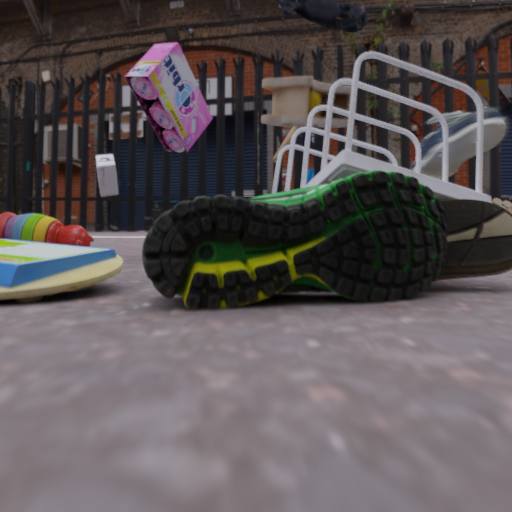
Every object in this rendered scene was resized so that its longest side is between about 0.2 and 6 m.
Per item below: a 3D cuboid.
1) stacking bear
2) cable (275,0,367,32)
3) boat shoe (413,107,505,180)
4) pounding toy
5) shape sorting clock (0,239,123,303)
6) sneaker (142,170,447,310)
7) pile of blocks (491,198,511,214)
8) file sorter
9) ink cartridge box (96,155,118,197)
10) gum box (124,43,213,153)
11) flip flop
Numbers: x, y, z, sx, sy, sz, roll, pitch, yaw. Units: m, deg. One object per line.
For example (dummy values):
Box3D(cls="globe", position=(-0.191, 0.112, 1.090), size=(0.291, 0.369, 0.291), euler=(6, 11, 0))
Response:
Box3D(cls="stacking bear", position=(-3.531, -0.259, 9.410), size=(1.517, 0.862, 0.921), euler=(6, 4, 8))
Box3D(cls="cable", position=(1.082, -4.055, 9.297), size=(1.629, 0.414, 1.329), euler=(0, 29, -20))
Box3D(cls="boat shoe", position=(3.979, -2.350, 11.239), size=(1.141, 0.942, 3.047), euler=(1, -9, 0))
Box3D(cls="pounding toy", position=(1.054, -2.551, 10.847), size=(1.545, 1.550, 2.702), euler=(4, 11, 15))
Box3D(cls="shape sorting clock", position=(-2.290, 0.137, 5.189), size=(2.061, 0.404, 2.061), euler=(3, 7, 0))
Box3D(cls="sneaker", position=(0.385, -0.163, 4.806), size=(2.724, 1.063, 1.161), euler=(-1, 3, -15))
Box3D(cls="pile of blocks", position=(4.866, -0.460, 12.246), size=(3.919, 1.609, 1.218), euler=(9, -40, -3))
Box3D(cls="file sorter", position=(1.329, -1.036, 6.848), size=(1.718, 1.542, 2.476), euler=(14, -19, -15))
Box3D(cls="ink cartridge box", position=(-2.675, -1.447, 10.045), size=(0.324, 0.564, 0.776), euler=(-7, 26, -15))
Box3D(cls="gum box", position=(-1.565, -2.891, 10.477), size=(0.594, 1.019, 1.795), euler=(10, -35, 32))
Box3D(cls="flip flop", position=(1.308, -0.093, 5.716), size=(2.619, 1.062, 0.754), euler=(0, -29, 7))
